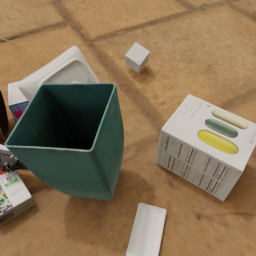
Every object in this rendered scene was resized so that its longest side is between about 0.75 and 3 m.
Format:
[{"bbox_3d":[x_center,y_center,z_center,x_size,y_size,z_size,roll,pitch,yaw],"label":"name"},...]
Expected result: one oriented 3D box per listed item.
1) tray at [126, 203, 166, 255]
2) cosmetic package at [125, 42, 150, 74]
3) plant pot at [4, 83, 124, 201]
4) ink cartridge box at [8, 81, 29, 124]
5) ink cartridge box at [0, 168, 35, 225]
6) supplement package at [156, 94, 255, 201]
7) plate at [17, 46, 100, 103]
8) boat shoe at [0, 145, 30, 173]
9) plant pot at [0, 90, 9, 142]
[{"bbox_3d":[0.444,2.434,6.536,0.696,0.144,1.297,13,52,7],"label":"tray"},{"bbox_3d":[0.325,-2.467,9.937,0.642,0.767,0.638,36,81,5],"label":"cosmetic package"},{"bbox_3d":[-1.048,0.541,6.441,1.805,2.556,1.806,2,49,16],"label":"plant pot"},{"bbox_3d":[-2.610,-1.012,8.748,2.006,0.766,1.368,-18,41,-10],"label":"ink cartridge box"},{"bbox_3d":[-3.287,1.439,7.107,1.023,0.473,1.877,-29,57,-26],"label":"ink cartridge box"},{"bbox_3d":[2.018,0.472,7.232,2.028,1.528,1.539,28,56,20],"label":"supplement package"},{"bbox_3d":[-1.593,-0.950,8.149,0.366,2.258,2.263,-6,34,52],"label":"plate"},{"bbox_3d":[-3.018,0.806,6.933,1.885,0.659,0.625,17,42,-3],"label":"boat shoe"},{"bbox_3d":[-4.395,-0.297,7.717,1.753,1.638,1.638,-9,51,-14],"label":"plant pot"}]
